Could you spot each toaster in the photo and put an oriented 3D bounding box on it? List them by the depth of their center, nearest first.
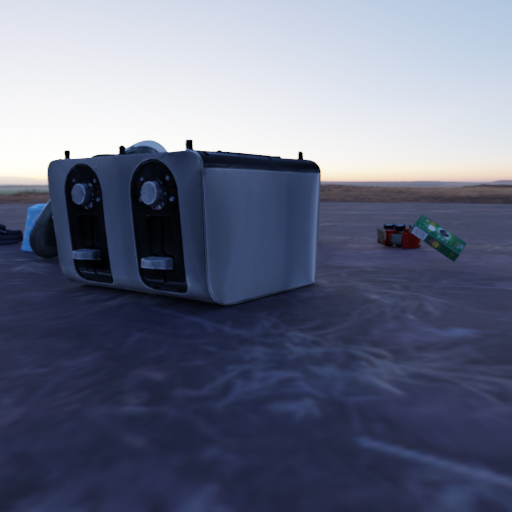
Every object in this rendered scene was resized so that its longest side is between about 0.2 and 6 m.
[{"bbox_3d":[-0.843,-0.528,7.883,2.884,1.893,3.190,5,9,36],"label":"toaster"}]

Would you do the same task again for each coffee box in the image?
[{"bbox_3d":[3.256,-0.321,10.035,0.955,0.210,0.587,35,35,12],"label":"coffee box"}]

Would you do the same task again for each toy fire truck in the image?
[{"bbox_3d":[3.151,-0.439,12.641,0.947,0.692,1.076,5,20,33],"label":"toy fire truck"}]

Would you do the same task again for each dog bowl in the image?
[{"bbox_3d":[-4.459,-0.759,13.607,2.179,0.969,3.910,-2,8,-16],"label":"dog bowl"}]

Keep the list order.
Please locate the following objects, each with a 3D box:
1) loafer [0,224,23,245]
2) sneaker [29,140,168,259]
[{"bbox_3d":[-6.690,-0.588,13.401,2.102,0.662,0.756,-4,8,-28],"label":"loafer"},{"bbox_3d":[-2.971,-0.929,10.113,3.193,1.061,1.445,-34,17,9],"label":"sneaker"}]
